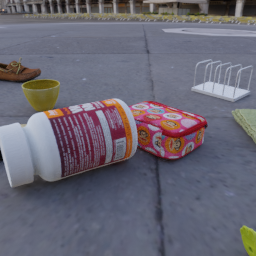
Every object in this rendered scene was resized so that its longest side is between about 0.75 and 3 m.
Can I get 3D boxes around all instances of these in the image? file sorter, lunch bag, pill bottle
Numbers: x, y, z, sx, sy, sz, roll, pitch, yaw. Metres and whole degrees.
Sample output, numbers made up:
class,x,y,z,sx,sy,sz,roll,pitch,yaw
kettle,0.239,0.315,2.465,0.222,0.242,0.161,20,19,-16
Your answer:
class,x,y,z,sx,sy,sz,roll,pitch,yaw
file sorter,4.169,-2.193,12.415,1.467,1.317,2.115,-22,32,-38
lunch bag,1.059,-0.064,8.442,2.435,0.998,2.145,23,29,38
pill bottle,-1.404,0.320,6.751,2.988,1.637,1.637,-14,29,-26

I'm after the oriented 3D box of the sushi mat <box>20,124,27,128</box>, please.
class,x,y,z,sx,sy,sz,roll,pitch,yaw
sushi mat,-3.426,-0.043,9.361,0.896,0.054,0.429,-4,27,-8

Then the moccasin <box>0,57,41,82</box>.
class,x,y,z,sx,sy,sz,roll,pitch,yaw
moccasin,-5.819,-3.002,14.332,2.856,1.102,1.045,8,27,17

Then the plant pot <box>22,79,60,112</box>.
class,x,y,z,sx,sy,sz,roll,pitch,yaw
plant pot,-3.261,-1.202,10.706,1.378,0.978,1.378,0,25,0

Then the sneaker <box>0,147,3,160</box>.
class,x,y,z,sx,sy,sz,roll,pitch,yaw
sneaker,-3.230,0.573,7.493,0.753,0.530,1.417,6,25,19

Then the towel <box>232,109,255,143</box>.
class,x,y,z,sx,sy,sz,roll,pitch,yaw
towel,4.527,-0.051,8.917,1.808,0.445,2.437,1,24,0

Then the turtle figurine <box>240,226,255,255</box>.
class,x,y,z,sx,sy,sz,roll,pitch,yaw
turtle figurine,3.074,1.698,4.787,2.162,0.864,2.682,-16,33,-16
